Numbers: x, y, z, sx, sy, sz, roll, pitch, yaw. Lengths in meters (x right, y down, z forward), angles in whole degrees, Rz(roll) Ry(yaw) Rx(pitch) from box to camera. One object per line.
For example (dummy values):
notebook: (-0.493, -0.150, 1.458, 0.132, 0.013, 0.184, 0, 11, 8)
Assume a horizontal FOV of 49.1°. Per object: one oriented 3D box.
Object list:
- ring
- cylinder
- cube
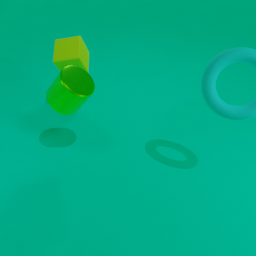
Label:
ring: (1.978, -0.783, 5.026, 1.295, 1.295, 0.259, 9, 10, 12)
cylinder: (-1.246, -0.805, 6.069, 0.798, 0.798, 0.798, 21, 50, -28)
cube: (-1.592, -2.021, 7.950, 0.762, 0.762, 0.762, -5, 67, 10)
